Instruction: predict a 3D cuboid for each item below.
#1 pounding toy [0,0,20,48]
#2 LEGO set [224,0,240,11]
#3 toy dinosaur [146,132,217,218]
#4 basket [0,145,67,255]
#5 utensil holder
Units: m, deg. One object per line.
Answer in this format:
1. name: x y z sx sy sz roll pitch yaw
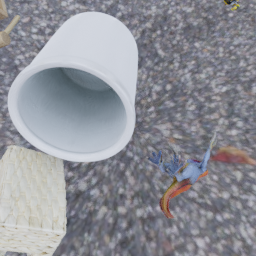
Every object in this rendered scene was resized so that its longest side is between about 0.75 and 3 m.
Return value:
1. pounding toy: -3.067 -2.466 5.834 0.816 1.566 1.783 -16 88 15
2. LEGO set: 2.513 -3.375 6.166 1.542 2.005 1.162 32 60 -31
3. toy dinosaur: 1.058 0.871 5.396 0.964 1.666 1.836 3 68 40
4. basket: -1.841 1.367 5.037 1.247 1.135 1.839 21 33 -30
5. utensil holder: -0.786 -0.864 5.252 1.987 1.987 2.339 5 39 2
